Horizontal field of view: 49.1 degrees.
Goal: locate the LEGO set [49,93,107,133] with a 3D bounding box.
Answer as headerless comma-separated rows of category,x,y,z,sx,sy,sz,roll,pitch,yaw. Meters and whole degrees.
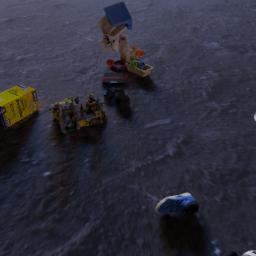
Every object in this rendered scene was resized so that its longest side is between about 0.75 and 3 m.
LEGO set,-2.006,-0.889,11.144,2.275,1.318,1.750,-9,37,-12

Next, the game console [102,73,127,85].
game console,-0.692,-2.516,14.352,1.235,0.192,1.092,1,40,2

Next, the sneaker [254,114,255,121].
sneaker,5.700,-0.877,11.481,0.649,0.910,1.834,20,42,22

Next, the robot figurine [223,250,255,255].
robot figurine,2.408,3.237,5.689,1.595,0.995,1.198,-29,84,-18

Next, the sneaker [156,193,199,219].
sneaker,1.395,2.210,7.670,1.180,0.453,0.656,-9,28,-23

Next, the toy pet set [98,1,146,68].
toy pet set,-0.039,-3.444,10.461,2.225,1.182,2.078,-15,77,-52

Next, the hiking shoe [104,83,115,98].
hiking shoe,-0.909,-1.764,13.103,0.350,0.408,0.942,10,38,13

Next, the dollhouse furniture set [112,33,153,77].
dollhouse furniture set,0.523,-4.142,15.111,2.066,1.850,2.607,-30,46,-34

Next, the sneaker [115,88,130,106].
sneaker,-0.377,-1.393,12.575,0.588,0.492,1.296,-20,38,-15

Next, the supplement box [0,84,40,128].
supplement box,-4.711,-0.944,11.504,0.987,0.981,1.802,22,42,27
